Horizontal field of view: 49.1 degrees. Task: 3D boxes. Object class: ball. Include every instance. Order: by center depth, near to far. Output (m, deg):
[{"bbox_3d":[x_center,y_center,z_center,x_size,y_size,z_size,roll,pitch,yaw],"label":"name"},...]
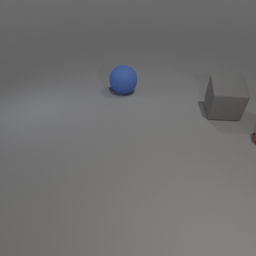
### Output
[{"bbox_3d":[-0.230,-2.415,13.941,1.400,1.400,1.400,0,32,0],"label":"ball"}]

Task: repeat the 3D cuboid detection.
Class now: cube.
[{"bbox_3d":[4.129,-1.294,11.858,1.400,1.400,1.400,4,49,4],"label":"cube"}]

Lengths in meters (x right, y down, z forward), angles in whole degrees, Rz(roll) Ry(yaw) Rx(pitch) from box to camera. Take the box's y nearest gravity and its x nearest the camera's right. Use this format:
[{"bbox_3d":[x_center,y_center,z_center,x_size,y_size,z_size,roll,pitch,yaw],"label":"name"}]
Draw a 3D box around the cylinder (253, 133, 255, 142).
[{"bbox_3d":[5.109,0.224,10.328,0.700,0.700,0.700,10,31,-6],"label":"cylinder"}]
